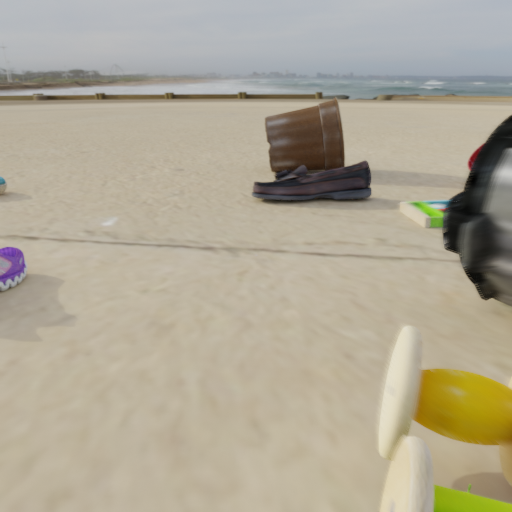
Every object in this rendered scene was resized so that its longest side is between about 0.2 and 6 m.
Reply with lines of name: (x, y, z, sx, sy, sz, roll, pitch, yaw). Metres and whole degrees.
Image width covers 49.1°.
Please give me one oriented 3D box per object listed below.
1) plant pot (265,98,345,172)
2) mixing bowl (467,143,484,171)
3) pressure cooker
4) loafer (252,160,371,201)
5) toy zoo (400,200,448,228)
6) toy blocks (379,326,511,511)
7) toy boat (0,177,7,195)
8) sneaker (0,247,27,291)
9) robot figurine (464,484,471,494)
plant pot: (1.251, -3.043, 14.767, 1.925, 1.944, 1.944, -7, 18, 5)
mixing bowl: (5.535, -1.832, 11.713, 1.868, 1.012, 1.868, -28, 26, 15)
pressure cooker: (3.410, -0.375, 5.802, 2.359, 2.396, 2.682, 30, -2, -37)
loafer: (1.168, -1.600, 11.786, 2.537, 0.799, 0.912, -1, 13, -4)
toy zoo: (3.830, -0.803, 10.417, 1.946, 0.199, 1.277, -2, 19, -5)
toy blocks: (1.938, 1.333, 2.972, 2.461, 0.894, 2.051, 11, 24, 9)
toy boat: (-6.121, -1.654, 12.361, 1.050, 0.580, 1.249, -12, 22, -30)
sneaker: (-3.498, 0.110, 6.822, 0.704, 0.774, 1.750, 5, 18, 17)
robot figurine: (1.074, 1.545, 3.035, 0.341, 0.517, 0.589, 1, 37, 49)
